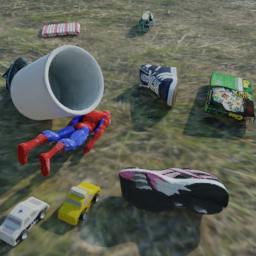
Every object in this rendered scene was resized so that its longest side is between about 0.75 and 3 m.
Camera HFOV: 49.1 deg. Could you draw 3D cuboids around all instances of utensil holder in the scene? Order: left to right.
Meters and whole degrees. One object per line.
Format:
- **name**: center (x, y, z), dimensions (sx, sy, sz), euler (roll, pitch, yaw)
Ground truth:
- **utensil holder**: center (-1.738, -0.980, 6.664), dimensions (1.805, 1.534, 1.534), euler (-5, 25, 44)

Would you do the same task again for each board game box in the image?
- **board game box**: center (2.900, -0.946, 7.949), dimensions (1.249, 0.280, 2.385), euler (16, 35, 12)

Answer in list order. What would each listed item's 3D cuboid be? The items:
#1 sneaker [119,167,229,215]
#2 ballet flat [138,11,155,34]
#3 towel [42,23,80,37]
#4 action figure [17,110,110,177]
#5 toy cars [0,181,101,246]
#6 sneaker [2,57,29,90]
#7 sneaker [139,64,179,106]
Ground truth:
- **sneaker**: center (0.802, 1.080, 5.174), dimensions (1.943, 0.781, 0.839), euler (9, 16, 13)
- **ballet flat**: center (0.942, -5.342, 13.826), dimensions (0.814, 0.814, 2.193), euler (4, 36, 6)
- **towel**: center (-3.173, -4.649, 13.321), dimensions (1.779, 0.266, 1.302), euler (-6, 36, -5)
- **action figure**: center (-1.148, 0.136, 6.227), dimensions (0.892, 0.705, 2.727), euler (17, 31, 23)
- **toy cars**: center (-1.323, 1.362, 4.878), dimensions (1.858, 0.411, 0.833), euler (-14, 38, -18)
- **sneaker**: center (-3.054, -1.222, 8.322), dimensions (0.910, 0.813, 2.221), euler (-40, 50, -1)
- **sneaker**: center (0.857, -1.303, 8.224), dimensions (1.171, 0.756, 2.158), euler (9, 30, 4)
